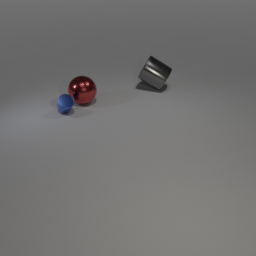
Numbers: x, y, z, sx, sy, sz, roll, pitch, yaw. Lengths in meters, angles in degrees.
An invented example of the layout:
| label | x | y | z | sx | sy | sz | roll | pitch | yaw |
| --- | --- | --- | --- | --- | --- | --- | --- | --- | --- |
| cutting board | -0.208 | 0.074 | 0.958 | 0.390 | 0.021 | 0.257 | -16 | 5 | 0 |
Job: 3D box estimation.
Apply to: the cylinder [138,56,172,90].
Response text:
| label | x | y | z | sx | sy | sz | roll | pitch | yaw |
| --- | --- | --- | --- | --- | --- | --- | --- | --- | --- |
| cylinder | 1.463 | -3.000 | 15.320 | 1.400 | 1.400 | 1.400 | 31 | 30 | -4 |

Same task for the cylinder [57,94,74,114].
| label | x | y | z | sx | sy | sz | roll | pitch | yaw |
| --- | --- | --- | --- | --- | --- | --- | --- | --- | --- |
| cylinder | -2.859 | -1.097 | 12.766 | 0.700 | 0.700 | 0.700 | -13 | -13 | -22 |

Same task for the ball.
| label | x | y | z | sx | sy | sz | roll | pitch | yaw |
| --- | --- | --- | --- | --- | --- | --- | --- | --- | --- |
| ball | -2.225 | -1.848 | 13.674 | 1.400 | 1.400 | 1.400 | 0 | 29 | 0 |
